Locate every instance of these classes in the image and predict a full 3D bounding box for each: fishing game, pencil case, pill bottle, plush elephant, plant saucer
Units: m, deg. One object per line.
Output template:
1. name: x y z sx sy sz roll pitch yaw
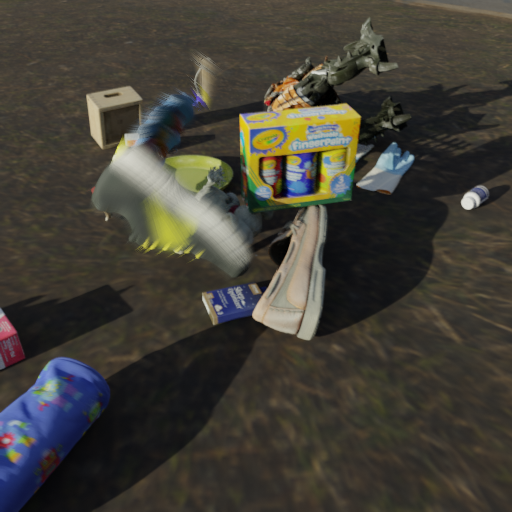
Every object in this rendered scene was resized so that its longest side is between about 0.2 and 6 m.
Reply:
1. fishing game: -1.903 -2.145 11.115 0.532 2.452 3.424 37 76 1
2. pencil case: -2.764 2.215 6.428 1.053 0.946 2.425 18 37 17
3. pill bottle: 4.685 -1.236 12.026 0.360 0.360 0.649 28 44 35
4. plush elephant: -0.477 -0.639 10.301 1.378 1.780 1.466 37 44 12
5. plant saucer: -1.561 -1.729 12.788 2.074 0.322 2.074 0 34 0

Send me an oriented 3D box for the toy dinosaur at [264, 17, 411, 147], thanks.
1. toy dinosaur: 1.707 -3.546 14.134 3.752 2.824 5.528 -20 50 8

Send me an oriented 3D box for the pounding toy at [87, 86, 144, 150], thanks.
1. pounding toy: -3.600 -3.679 14.856 1.551 1.427 1.102 -21 51 -27

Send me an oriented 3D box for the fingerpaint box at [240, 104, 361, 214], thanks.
1. fingerpaint box: 0.727 -1.666 9.637 1.914 1.597 0.702 -8 36 -12

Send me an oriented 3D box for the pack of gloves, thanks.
1. pack of gloves: 2.677 -2.389 13.630 2.011 0.472 2.394 17 38 22

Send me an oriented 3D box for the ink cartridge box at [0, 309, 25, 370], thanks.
1. ink cartridge box: -4.215 1.334 8.070 1.340 0.565 0.970 -25 42 -32

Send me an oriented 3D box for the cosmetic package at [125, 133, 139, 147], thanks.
1. cosmetic package: -2.827 -2.853 14.282 0.971 0.492 0.346 -7 35 -8

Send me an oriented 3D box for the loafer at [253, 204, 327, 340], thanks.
1. loafer: 0.614 0.015 9.418 1.014 1.159 3.225 11 38 -1

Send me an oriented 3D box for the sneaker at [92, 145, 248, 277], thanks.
1. sneaker: -1.344 -0.478 8.905 1.183 2.796 1.041 -49 15 1

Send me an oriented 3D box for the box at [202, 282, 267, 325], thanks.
1. box: -0.257 0.753 9.275 1.138 0.184 0.690 -10 36 -17
